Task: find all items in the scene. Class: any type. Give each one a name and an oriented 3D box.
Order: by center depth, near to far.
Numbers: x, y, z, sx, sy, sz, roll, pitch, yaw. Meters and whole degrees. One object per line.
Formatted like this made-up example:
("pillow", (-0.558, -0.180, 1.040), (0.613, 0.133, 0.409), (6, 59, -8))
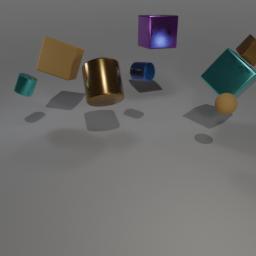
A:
("ball", (3.173, -0.782, 9.074), (0.700, 0.700, 0.700), (0, 30, 0))
("cube", (4.467, -2.799, 10.097), (0.700, 0.700, 0.700), (30, 33, -18))
("cylinder", (-0.913, -1.649, 10.302), (1.400, 1.400, 1.400), (-9, -11, -2))
("cube", (3.879, -1.951, 10.573), (1.400, 1.400, 1.400), (50, 28, 16))
("cylinder", (0.549, -2.132, 10.577), (0.700, 0.700, 0.700), (13, 31, 39))
("cylinder", (-3.925, -1.653, 10.741), (0.700, 0.700, 0.700), (23, 15, -7))
("cube", (-2.828, -2.919, 11.866), (1.400, 1.400, 1.400), (19, 12, -1))
("cube", (1.354, -4.477, 12.988), (1.400, 1.400, 1.400), (-8, 24, -18))
